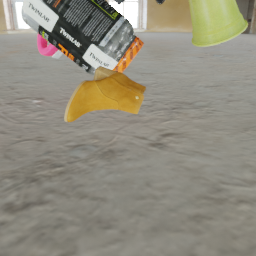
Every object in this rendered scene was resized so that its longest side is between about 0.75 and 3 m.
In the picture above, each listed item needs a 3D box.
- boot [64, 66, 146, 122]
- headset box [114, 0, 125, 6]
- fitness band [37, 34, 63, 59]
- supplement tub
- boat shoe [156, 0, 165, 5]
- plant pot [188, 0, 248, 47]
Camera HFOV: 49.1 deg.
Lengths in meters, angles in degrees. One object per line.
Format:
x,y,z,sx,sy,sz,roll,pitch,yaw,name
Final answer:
-0.199,-0.293,3.051,0.665,0.327,0.929,27,53,5,boot
-0.122,-3.109,5.467,1.061,0.924,0.492,-30,32,32,headset box
-2.294,-3.539,9.264,0.528,2.027,2.823,5,-20,-39,fitness band
-1.107,-2.597,7.334,2.880,1.764,1.764,38,21,-10,supplement tub
1.271,-5.235,10.619,0.586,0.479,1.587,13,-19,-1,boat shoe
2.513,-3.553,8.349,1.718,1.580,1.718,-20,31,13,plant pot
